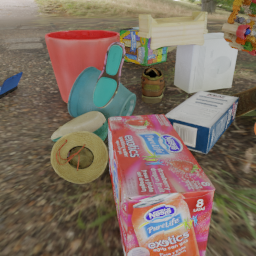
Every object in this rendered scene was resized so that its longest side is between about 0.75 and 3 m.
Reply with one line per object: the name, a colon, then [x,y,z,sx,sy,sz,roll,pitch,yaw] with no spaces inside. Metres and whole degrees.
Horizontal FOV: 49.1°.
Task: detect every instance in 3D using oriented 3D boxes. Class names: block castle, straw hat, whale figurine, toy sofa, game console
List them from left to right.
game console: [-5.007,-1.755,11.206,1.160,0.804,1.359,5,26,9]
whale figurine: [-1.266,0.152,7.540,1.620,0.841,1.289,-15,23,27]
straw hat: [-1.080,0.689,6.433,1.265,1.265,0.535,-2,-16,-3]
toy sofa: [1.540,-3.415,9.729,2.288,1.116,0.947,-10,25,-15]
block castle: [2.648,-2.184,5.960,0.693,0.987,1.477,29,12,31]

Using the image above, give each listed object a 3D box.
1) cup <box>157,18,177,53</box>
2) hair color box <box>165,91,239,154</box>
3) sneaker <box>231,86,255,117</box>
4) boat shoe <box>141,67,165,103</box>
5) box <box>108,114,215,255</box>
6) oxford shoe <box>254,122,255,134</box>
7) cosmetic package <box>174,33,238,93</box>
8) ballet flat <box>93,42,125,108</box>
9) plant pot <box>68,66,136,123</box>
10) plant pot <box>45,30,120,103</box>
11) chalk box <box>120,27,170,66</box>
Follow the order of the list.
cup: [1.985,-5.627,17.985,2.255,2.255,1.613,19,55,34]
hair color box: [2.172,-0.284,8.165,1.328,0.804,2.656,17,30,30]
sneaker: [4.427,-0.914,8.350,1.336,0.998,2.975,-9,-1,-27]
boat shoe: [1.064,-1.988,11.424,1.074,1.015,2.985,0,26,1]
box: [0.389,0.883,5.143,1.301,1.358,2.724,-4,26,-8]
oxford shoe: [4.527,0.033,7.605,2.598,0.926,0.947,5,16,-8]
cosmetic package: [3.201,-2.749,11.684,2.147,2.140,1.320,-10,28,-20]
ballet flat: [-0.351,-1.079,5.773,0.478,1.384,0.493,19,19,4]
plant pot: [-0.676,-0.785,8.479,1.577,1.679,1.679,25,32,14]
plant pot: [-1.580,-2.266,10.418,2.710,2.398,2.710,-1,26,0]
chalk box: [1.124,-4.676,16.080,1.825,1.813,2.925,-21,34,-39]
